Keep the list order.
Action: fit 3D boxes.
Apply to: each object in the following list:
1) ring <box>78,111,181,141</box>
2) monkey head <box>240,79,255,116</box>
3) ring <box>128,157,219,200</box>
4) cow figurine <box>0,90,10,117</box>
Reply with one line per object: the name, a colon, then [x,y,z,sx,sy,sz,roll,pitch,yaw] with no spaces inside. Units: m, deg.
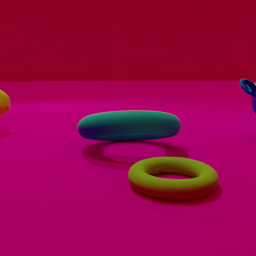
ring: [0.024,-0.001,5.055,1.842,0.368,1.842,-1,-6,0]
monkey head: [3.102,-0.393,5.789,1.066,1.768,1.272,-24,32,49]
ring: [0.547,0.589,3.453,1.090,0.218,1.090,0,10,0]
cow figurine: [-3.441,-0.956,6.803,1.585,0.870,1.560,30,48,-1]
